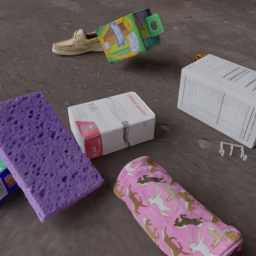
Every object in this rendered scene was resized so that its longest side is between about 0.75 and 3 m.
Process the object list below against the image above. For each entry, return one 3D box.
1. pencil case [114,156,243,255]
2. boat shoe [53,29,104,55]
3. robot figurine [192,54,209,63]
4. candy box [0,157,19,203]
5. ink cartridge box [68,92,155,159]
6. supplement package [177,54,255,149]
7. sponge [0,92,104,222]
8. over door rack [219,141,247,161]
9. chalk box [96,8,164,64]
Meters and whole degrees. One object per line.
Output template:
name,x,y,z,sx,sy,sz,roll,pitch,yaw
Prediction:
pencil case,0.857,1.659,5.520,1.162,1.112,2.686,8,24,-47
boat shoe,-2.002,-3.914,12.463,2.774,0.960,1.023,-11,41,-14
robot figurine,3.233,-2.538,11.182,1.120,0.450,1.545,-8,40,-12
candy box,-3.469,0.661,6.923,2.230,0.859,1.885,20,44,24
ink cartridge box,-0.463,-0.126,7.891,2.058,0.852,1.508,-16,42,-19
supplement package,3.007,-0.885,8.305,1.457,1.514,2.661,-31,50,-31
sponge,-1.991,0.500,6.400,1.585,0.424,2.841,-27,72,-38
over door rack,2.738,0.638,7.367,0.608,0.274,0.823,11,20,13
chalk box,0.236,-3.565,10.674,2.294,1.427,1.420,-10,21,38
